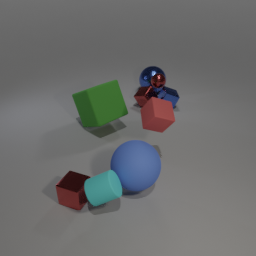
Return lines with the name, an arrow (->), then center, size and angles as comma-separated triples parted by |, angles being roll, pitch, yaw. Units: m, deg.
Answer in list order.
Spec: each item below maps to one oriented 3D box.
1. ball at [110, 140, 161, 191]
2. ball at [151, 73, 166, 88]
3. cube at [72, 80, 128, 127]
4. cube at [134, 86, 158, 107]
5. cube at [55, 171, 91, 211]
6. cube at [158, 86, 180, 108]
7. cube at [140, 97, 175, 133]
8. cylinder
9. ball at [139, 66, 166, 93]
ball -> 0.213, 1.031, 7.742 | 1.400, 1.400, 1.400 | 0, 30, 0
ball -> 1.419, -2.202, 13.088 | 0.700, 0.700, 0.700 | 0, 30, 0
cube -> -1.092, -0.930, 10.898 | 1.400, 1.400, 1.400 | -26, 13, -31
cube -> 0.830, -1.445, 12.945 | 0.700, 0.700, 0.700 | 5, 50, 47
cube -> -1.479, 1.723, 7.757 | 0.700, 0.700, 0.700 | 12, 33, 20
cube -> 1.865, -1.404, 12.982 | 0.700, 0.700, 0.700 | 16, 34, -17
cube -> 0.858, -0.373, 8.202 | 0.700, 0.700, 0.700 | 12, 54, -25
cylinder -> -0.605, 1.485, 6.931 | 0.700, 0.700, 0.700 | -24, 26, 14
ball -> 1.273, -2.488, 14.457 | 1.400, 1.400, 1.400 | 0, 30, 0
